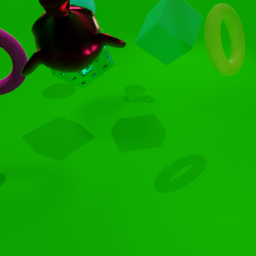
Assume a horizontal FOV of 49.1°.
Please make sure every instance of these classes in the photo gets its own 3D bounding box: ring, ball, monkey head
[{"bbox_3d":[-3.087,-1.429,6.129,1.713,1.713,0.343,-8,44,-11],"label":"ring"},{"bbox_3d":[-1.838,-4.394,10.314,1.257,1.257,1.257,0,35,0],"label":"ball"},{"bbox_3d":[-0.753,-1.143,3.466,1.388,0.836,0.998,-18,-2,-5],"label":"monkey head"},{"bbox_3d":[2.306,-2.053,6.584,0.331,1.657,1.657,-1,26,45],"label":"ring"}]

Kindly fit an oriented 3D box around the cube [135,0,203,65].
[{"bbox_3d":[1.173,-2.823,8.097,1.244,1.244,1.244,29,68,-19],"label":"cube"}]

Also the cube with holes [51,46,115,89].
[{"bbox_3d":[-1.408,-2.139,7.982,1.267,1.267,1.267,-31,66,23],"label":"cube with holes"}]
